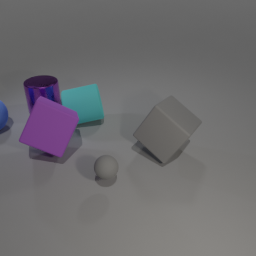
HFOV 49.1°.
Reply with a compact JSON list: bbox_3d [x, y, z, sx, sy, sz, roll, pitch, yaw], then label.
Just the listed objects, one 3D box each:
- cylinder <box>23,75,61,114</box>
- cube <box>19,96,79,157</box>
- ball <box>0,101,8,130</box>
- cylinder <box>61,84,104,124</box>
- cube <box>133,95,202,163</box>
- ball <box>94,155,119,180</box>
[{"bbox_3d":[-3.605,-1.349,11.918,1.400,1.400,1.400,0,31,0],"label":"cylinder"},{"bbox_3d":[-2.559,-0.078,9.222,1.400,1.400,1.400,24,6,-17],"label":"cube"},{"bbox_3d":[-5.294,-0.498,10.614,1.400,1.400,1.400,0,33,0],"label":"ball"},{"bbox_3d":[-1.767,-0.924,11.079,1.400,1.400,1.400,-12,34,-2],"label":"cylinder"},{"bbox_3d":[1.305,0.012,9.198,1.400,1.400,1.400,42,34,9],"label":"cube"},{"bbox_3d":[-0.617,1.111,7.947,0.700,0.700,0.700,0,33,0],"label":"ball"}]
